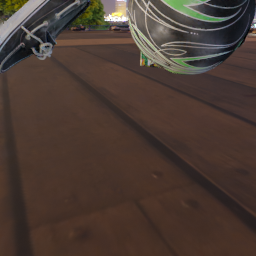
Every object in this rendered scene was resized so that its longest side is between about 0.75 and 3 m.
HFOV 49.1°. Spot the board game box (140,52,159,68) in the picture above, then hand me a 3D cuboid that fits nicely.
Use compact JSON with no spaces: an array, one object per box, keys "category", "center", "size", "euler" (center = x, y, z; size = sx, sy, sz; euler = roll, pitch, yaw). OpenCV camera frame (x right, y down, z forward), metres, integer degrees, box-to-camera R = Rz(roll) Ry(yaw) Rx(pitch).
[{"category":"board game box","center":[0.917,-3.265,11.467],"size":[0.791,1.509,0.177],"euler":[2,-3,-10]}]

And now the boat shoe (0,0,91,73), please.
[{"category":"boat shoe","center":[-1.962,-2.019,6.119],"size":[2.737,0.935,1.010],"euler":[-45,4,-2]}]

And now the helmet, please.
[{"category":"helmet","center":[1.119,-2.112,5.448],"size":[2.098,2.201,2.201],"euler":[-35,33,-13]}]
